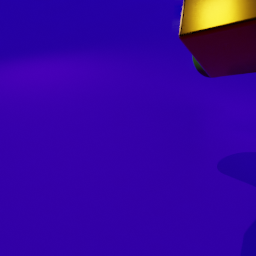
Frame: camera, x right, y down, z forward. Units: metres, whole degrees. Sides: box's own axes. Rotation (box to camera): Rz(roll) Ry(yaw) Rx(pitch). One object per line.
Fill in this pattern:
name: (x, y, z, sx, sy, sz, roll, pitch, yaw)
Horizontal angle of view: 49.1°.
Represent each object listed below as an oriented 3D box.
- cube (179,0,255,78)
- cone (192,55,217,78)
cube: (1.571, -1.563, 3.849, 1.232, 1.232, 1.232, -1, -17, 37)
cone: (2.412, -1.495, 5.674, 1.569, 1.569, 1.575, -12, 34, -21)
